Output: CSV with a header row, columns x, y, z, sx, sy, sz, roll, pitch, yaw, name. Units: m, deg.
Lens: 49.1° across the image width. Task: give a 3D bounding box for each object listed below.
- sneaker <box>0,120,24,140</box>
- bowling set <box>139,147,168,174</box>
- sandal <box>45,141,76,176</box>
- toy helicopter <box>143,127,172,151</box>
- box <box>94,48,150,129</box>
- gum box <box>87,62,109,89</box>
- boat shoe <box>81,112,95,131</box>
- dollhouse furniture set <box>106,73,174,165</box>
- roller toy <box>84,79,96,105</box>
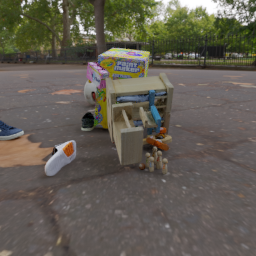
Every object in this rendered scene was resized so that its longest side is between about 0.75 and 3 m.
x,y,z,sx,sy,sz,roll,pitch,yaw,name
-4.860,-0.079,10.379,2.030,0.858,0.761,3,16,11,sneaker
0.635,0.881,7.528,0.657,0.507,0.944,-5,16,-19,bowling set
-1.938,0.768,7.719,0.469,0.626,1.635,8,19,16,sandal
0.711,0.453,9.070,1.493,0.589,0.987,-7,19,-11,toy helicopter
-0.194,-1.731,11.832,1.801,2.843,2.952,8,23,5,box
-1.070,-1.853,9.724,0.333,0.572,1.007,-15,42,-34,gum box
-1.671,-0.372,11.960,0.655,0.581,1.754,1,15,5,boat shoe
0.514,-0.081,8.823,2.051,2.039,2.910,-7,39,-9,dollhouse furniture set
-1.780,-2.146,16.460,1.217,1.589,1.742,7,-11,28,roller toy
